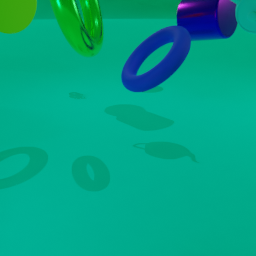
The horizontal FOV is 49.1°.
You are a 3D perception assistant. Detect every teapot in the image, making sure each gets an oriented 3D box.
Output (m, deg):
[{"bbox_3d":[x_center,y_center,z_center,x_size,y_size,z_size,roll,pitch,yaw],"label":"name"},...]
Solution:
[{"bbox_3d":[2.528,-2.190,5.293,1.573,0.978,0.770,41,55,14],"label":"teapot"}]

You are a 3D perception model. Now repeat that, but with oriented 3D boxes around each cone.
[{"bbox_3d":[-2.378,-2.775,6.303,1.302,1.302,1.307,3,16,8],"label":"cone"}]

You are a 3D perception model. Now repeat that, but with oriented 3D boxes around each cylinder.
[{"bbox_3d":[2.040,-2.857,7.184,1.158,1.158,1.158,-21,24,-40],"label":"cylinder"}]

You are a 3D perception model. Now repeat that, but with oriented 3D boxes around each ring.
[{"bbox_3d":[0.446,-1.190,4.798,1.400,0.280,1.400,-32,35,26],"label":"ring"},{"bbox_3d":[-0.823,-2.075,4.648,0.357,1.787,1.787,-9,21,12],"label":"ring"}]
